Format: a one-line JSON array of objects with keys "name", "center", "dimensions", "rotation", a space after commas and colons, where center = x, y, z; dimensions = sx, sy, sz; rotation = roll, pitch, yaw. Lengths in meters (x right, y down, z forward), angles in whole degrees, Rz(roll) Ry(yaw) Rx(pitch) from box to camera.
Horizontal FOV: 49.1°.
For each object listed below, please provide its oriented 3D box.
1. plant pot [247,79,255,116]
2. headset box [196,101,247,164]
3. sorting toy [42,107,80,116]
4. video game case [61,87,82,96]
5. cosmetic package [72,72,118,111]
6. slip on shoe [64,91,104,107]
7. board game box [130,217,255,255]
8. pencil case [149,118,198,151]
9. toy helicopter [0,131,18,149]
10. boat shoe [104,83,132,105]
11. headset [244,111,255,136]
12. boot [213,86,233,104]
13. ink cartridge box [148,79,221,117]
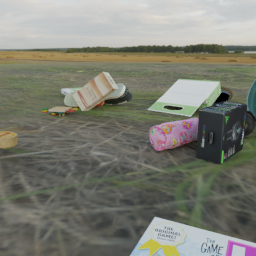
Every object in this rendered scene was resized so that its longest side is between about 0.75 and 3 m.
[{"name": "plant pot", "center": [4.736, -0.867, 8.118], "dimensions": [1.358, 2.027, 2.027], "rotation": [23, 9, -18]}, {"name": "headset box", "center": [1.966, 0.065, 5.925], "dimensions": [0.568, 1.066, 1.224], "rotation": [14, 21, 41]}, {"name": "sorting toy", "center": [-2.307, -0.578, 9.748], "dimensions": [1.259, 0.213, 0.607], "rotation": [3, 16, 13]}, {"name": "video game case", "center": [-1.735, -1.744, 13.705], "dimensions": [2.553, 0.282, 2.324], "rotation": [-8, 18, -25]}, {"name": "cosmetic package", "center": [-1.109, -1.231, 9.547], "dimensions": [1.373, 0.710, 0.599], "rotation": [-35, -4, 17]}, {"name": "slip on shoe", "center": [-1.730, -1.061, 10.951], "dimensions": [1.804, 0.668, 0.552], "rotation": [2, -17, 25]}, {"name": "board game box", "center": [1.067, 1.534, 1.916], "dimensions": [2.515, 0.430, 1.691], "rotation": [7, 17, 24]}, {"name": "pencil case", "center": [1.166, 0.130, 6.627], "dimensions": [1.433, 0.626, 0.626], "rotation": [-13, 20, -39]}, {"name": "toy helicopter", "center": [-3.290, 0.348, 5.294], "dimensions": [2.451, 0.967, 1.621], "rotation": [-8, 17, -41]}, {"name": "boat shoe", "center": [-0.756, -1.275, 11.423], "dimensions": [0.674, 0.845, 2.235], "rotation": [38, -19, -36]}, {"name": "headset", "center": [3.110, -0.016, 7.445], "dimensions": [1.701, 0.799, 1.051], "rotation": [-8, 8, 30]}, {"name": "boot", "center": [3.274, -1.517, 11.893], "dimensions": [2.304, 0.861, 1.117], "rotation": [6, 15, 14]}, {"name": "ink cartridge box", "center": [2.215, -1.046, 10.795], "dimensions": [1.848, 0.609, 2.540], "rotation": [12, 44, 37]}]
